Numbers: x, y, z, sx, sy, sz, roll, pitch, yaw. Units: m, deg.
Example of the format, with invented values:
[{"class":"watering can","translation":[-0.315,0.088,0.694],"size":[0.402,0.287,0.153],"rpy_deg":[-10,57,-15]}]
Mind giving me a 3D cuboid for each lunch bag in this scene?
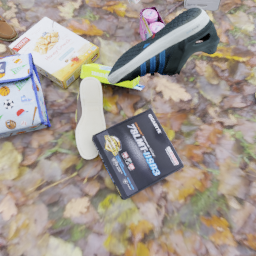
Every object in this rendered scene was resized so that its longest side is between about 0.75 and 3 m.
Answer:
[{"class":"lunch bag","translation":[-3.843,-1.063,8.939],"size":[2.115,1.541,2.488],"rpy_deg":[-12,85,-9]}]

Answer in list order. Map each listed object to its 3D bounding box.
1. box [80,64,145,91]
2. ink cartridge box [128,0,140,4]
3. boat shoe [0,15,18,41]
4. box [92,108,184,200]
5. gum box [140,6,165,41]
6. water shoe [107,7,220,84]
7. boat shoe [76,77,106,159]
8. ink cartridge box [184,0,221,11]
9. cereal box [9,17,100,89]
[{"class":"box","translation":[-0.460,-1.827,9.893],"size":[2.119,1.292,0.505],"rpy_deg":[13,107,7]},{"class":"ink cartridge box","translation":[0.285,-5.030,9.984],"size":[1.068,0.686,0.669],"rpy_deg":[-39,48,-1]},{"class":"boat shoe","translation":[-5.385,-4.265,11.459],"size":[2.043,0.694,0.735],"rpy_deg":[33,67,16]},{"class":"box","translation":[0.291,0.764,8.638],"size":[2.134,0.534,2.150],"rpy_deg":[-25,81,-13]},{"class":"gum box","translation":[1.061,-3.537,10.828],"size":[0.658,1.129,1.989],"rpy_deg":[-15,63,-8]},{"class":"water shoe","translation":[0.736,-1.568,6.680],"size":[1.144,2.899,1.036],"rpy_deg":[45,41,-24]},{"class":"boat shoe","translation":[-1.280,-0.292,9.243],"size":[0.953,0.790,2.654],"rpy_deg":[0,81,-16]},{"class":"ink cartridge box","translation":[3.313,-6.303,12.441],"size":[1.506,0.856,2.066],"rpy_deg":[4,62,2]},{"class":"cereal box","translation":[-2.831,-2.981,10.845],"size":[2.876,0.568,2.069],"rpy_deg":[33,67,16]}]
